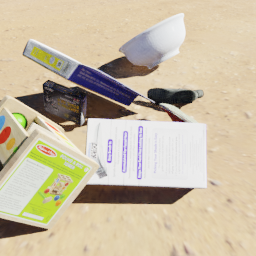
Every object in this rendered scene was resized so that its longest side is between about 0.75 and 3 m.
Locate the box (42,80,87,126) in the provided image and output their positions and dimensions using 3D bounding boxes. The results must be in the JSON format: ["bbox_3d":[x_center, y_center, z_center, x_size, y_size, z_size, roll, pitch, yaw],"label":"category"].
[{"bbox_3d":[-1.781,-0.708,7.888,1.240,0.982,0.300,23,45,11],"label":"box"}]

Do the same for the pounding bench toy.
[{"bbox_3d":[-2.220,0.389,5.148,1.550,2.496,1.946,-52,47,-2],"label":"pounding bench toy"}]

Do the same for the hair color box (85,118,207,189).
[{"bbox_3d":[0.358,0.577,6.047,2.506,1.370,0.812,3,-11,-2],"label":"hair color box"}]

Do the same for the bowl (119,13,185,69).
[{"bbox_3d":[1.200,-3.357,11.571,2.973,1.336,2.973,-27,8,4],"label":"bowl"}]

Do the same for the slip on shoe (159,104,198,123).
[{"bbox_3d":[1.382,-0.299,8.002,1.361,0.417,0.504,40,27,30],"label":"slip on shoe"}]

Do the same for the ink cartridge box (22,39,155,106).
[{"bbox_3d":[-1.095,-1.451,8.377,2.971,0.698,2.936,34,8,33],"label":"ink cartridge box"}]

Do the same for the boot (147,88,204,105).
[{"bbox_3d":[1.605,-1.079,9.464,1.724,0.584,1.126,6,12,26],"label":"boot"}]
